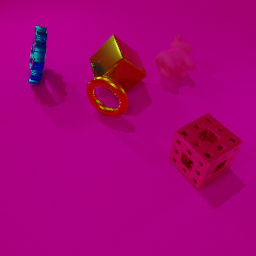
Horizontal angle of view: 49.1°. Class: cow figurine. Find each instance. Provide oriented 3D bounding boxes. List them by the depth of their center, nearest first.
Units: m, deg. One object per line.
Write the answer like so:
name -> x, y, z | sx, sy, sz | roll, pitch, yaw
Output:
cow figurine -> 1.486, -2.373, 9.207 | 1.586, 0.871, 1.561 | -8, 59, -29

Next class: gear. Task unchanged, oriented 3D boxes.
gear -> -2.806, -2.233, 8.657 | 0.323, 1.745, 1.745 | 6, 45, -24

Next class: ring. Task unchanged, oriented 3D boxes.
ring -> -0.576, -0.848, 7.753 | 1.307, 1.307, 0.261 | 20, 49, 17

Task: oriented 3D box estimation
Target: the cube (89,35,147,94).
cube -> -0.315, -1.827, 8.387 | 1.117, 1.117, 1.117 | -38, 50, 25

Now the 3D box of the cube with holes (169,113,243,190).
cube with holes -> 1.797, 0.551, 6.677 | 1.086, 1.086, 1.086 | -27, 54, -22
